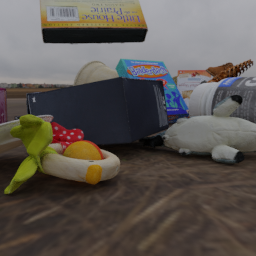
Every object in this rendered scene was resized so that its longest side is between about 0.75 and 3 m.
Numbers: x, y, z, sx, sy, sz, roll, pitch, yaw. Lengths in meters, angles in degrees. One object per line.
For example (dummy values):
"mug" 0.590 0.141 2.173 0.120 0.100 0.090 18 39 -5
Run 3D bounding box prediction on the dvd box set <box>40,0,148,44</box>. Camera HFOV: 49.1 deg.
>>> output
"dvd box set" -0.842 -2.902 5.915 2.016 2.756 0.405 -6 -29 -14

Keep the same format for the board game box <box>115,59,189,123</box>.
"board game box" 0.937 -1.460 10.876 2.109 2.773 0.624 -5 -32 -30

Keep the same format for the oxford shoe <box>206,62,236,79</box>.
"oxford shoe" 3.578 -2.200 10.540 1.852 0.660 0.660 -9 49 -42

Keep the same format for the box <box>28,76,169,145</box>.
"box" -0.558 -0.328 6.188 2.298 1.196 2.092 -6 3 28

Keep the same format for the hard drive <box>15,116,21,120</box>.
"hard drive" -4.115 -0.410 11.684 0.686 0.186 0.982 7 11 44

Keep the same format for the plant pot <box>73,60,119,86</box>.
"plant pot" -0.668 -1.468 12.313 2.398 2.620 2.620 19 17 32

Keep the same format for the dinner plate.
"dinner plate" -2.153 0.285 4.237 2.179 0.264 2.179 -22 -1 0

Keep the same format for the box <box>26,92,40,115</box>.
"box" -2.108 -0.634 9.550 1.977 1.218 1.961 1 6 4

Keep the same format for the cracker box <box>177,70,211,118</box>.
"cracker box" 2.773 -1.404 11.853 1.411 2.107 0.608 1 -18 11

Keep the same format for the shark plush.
"shark plush" 1.361 0.345 5.486 2.566 1.166 1.069 -19 -24 30

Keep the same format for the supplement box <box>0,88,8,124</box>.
"supplement box" -5.084 -0.696 9.333 1.722 1.358 2.631 -2 8 -16

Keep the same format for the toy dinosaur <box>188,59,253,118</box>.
"toy dinosaur" 2.919 -0.982 9.053 1.438 1.910 2.815 -16 -31 -13

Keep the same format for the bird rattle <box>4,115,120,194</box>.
"bird rattle" -0.818 0.462 3.925 1.436 0.993 1.762 14 -2 15

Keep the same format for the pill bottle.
"pill bottle" 2.925 -0.448 6.726 1.569 1.569 2.759 -6 10 -36

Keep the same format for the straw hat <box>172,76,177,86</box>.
"straw hat" 2.760 -1.199 13.552 2.768 2.768 1.172 -2 49 -15
